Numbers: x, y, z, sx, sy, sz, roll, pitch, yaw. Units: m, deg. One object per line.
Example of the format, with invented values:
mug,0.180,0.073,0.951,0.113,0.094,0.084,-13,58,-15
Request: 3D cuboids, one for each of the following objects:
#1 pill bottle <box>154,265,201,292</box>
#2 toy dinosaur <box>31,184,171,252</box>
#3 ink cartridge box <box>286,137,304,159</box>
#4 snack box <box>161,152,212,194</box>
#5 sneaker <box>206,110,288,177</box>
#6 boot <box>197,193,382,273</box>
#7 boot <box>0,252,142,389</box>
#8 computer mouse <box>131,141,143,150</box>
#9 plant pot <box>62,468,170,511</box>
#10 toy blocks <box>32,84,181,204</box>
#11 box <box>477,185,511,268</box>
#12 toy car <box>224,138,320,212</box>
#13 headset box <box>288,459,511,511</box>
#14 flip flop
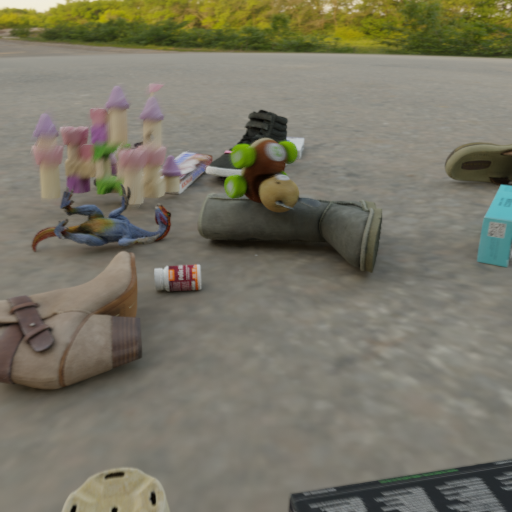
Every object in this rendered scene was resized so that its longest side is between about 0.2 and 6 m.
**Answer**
pill bottle,-1.080,0.310,7.738,0.625,0.357,0.357,-3,24,-7
toy dinosaur,-2.330,-0.538,9.084,1.930,1.013,1.752,-15,-21,40
ink cartridge box,0.895,-2.876,14.914,0.698,0.275,1.403,4,26,9
snack box,-1.684,-1.887,12.602,0.762,0.258,2.121,8,28,13
sneaker,-0.192,-2.609,12.845,0.983,1.380,2.782,16,26,33
boot,0.469,-0.496,8.745,2.787,1.011,2.534,9,11,4
boot,-2.198,0.618,6.452,1.652,0.794,2.260,-2,28,-14
computer mouse,-3.010,-2.713,14.593,0.602,0.349,2.052,-18,20,0
plant pot,-0.860,1.906,3.584,0.948,0.868,0.948,0,24,0
toy blocks,-2.689,-2.204,10.698,2.276,2.050,2.435,5,14,17
box,4.030,-0.532,9.113,0.459,0.768,1.868,12,27,27
toy car,0.340,-1.076,8.421,1.057,1.015,1.286,-12,42,-36
headset box,1.238,2.185,2.865,1.762,0.939,2.023,-5,25,-12
flip flop,5.539,-1.935,11.971,2.877,1.166,0.828,-3,41,-3
